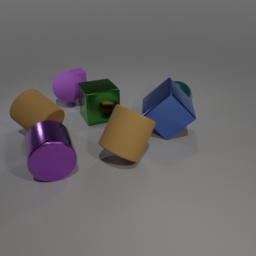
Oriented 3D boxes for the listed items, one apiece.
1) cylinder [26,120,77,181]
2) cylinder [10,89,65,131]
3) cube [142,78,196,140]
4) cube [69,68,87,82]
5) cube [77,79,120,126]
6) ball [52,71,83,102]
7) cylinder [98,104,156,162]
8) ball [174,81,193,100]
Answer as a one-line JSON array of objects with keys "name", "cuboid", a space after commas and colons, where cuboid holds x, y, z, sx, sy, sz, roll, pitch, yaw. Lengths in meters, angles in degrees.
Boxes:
[{"name": "cylinder", "cuboid": [-2.382, 0.671, 8.603, 1.400, 1.400, 1.400, -10, 32, -17]}, {"name": "cylinder", "cuboid": [-3.298, -0.491, 10.251, 1.400, 1.400, 1.400, 36, 41, 14]}, {"name": "cube", "cuboid": [1.490, -0.727, 10.436, 1.400, 1.400, 1.400, -38, 22, 26]}, {"name": "cube", "cuboid": [-2.594, -2.622, 14.487, 0.700, 0.700, 0.700, -17, 37, -25]}, {"name": "cube", "cuboid": [-1.224, -1.123, 11.758, 1.400, 1.400, 1.400, -12, 32, -20]}, {"name": "ball", "cuboid": [-2.709, -1.865, 12.700, 1.400, 1.400, 1.400, 0, 30, 0]}, {"name": "cylinder", "cuboid": [-0.028, 0.160, 8.895, 1.400, 1.400, 1.400, 25, 2, -1]}, {"name": "ball", "cuboid": [2.088, -1.344, 12.168, 1.400, 1.400, 1.400, 0, 30, 0]}]
